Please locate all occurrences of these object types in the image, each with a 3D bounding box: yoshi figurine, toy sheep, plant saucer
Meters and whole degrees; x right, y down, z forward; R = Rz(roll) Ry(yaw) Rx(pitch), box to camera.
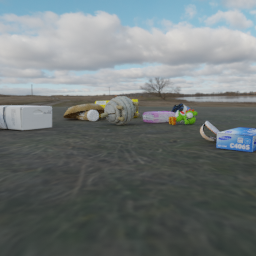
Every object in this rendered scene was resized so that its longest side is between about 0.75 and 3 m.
[{"bbox_3d":[2.500,-0.357,12.426,1.285,0.722,0.720,-15,-32,-10],"label":"yoshi figurine"},{"bbox_3d":[-0.334,-0.750,12.201,2.001,1.379,1.379,-12,12,-40],"label":"toy sheep"},{"bbox_3d":[-2.425,-0.963,15.620,2.414,0.427,2.414,-9,-5,-1],"label":"plant saucer"}]

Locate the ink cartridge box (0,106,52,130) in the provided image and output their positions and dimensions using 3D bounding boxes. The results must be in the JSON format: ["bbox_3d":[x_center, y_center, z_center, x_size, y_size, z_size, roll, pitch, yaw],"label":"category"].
[{"bbox_3d":[-4.155,-0.426,10.761,2.048,0.864,1.482,3,7,31],"label":"ink cartridge box"}]

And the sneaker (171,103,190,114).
[{"bbox_3d":[2.955,-0.787,15.722,0.912,0.896,2.367,25,1,-7],"label":"sneaker"}]

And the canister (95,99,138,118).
[{"bbox_3d":[-0.697,-1.217,17.658,2.614,1.131,1.942,-1,6,1],"label":"canister"}]

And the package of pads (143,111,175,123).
[{"bbox_3d":[1.519,-0.534,13.595,1.429,0.541,0.861,-4,10,-35],"label":"package of pads"}]

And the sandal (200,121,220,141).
[{"bbox_3d":[2.147,0.130,7.346,0.521,0.390,1.360,45,11,12],"label":"sandal"}]

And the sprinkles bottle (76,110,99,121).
[{"bbox_3d":[-2.192,-0.695,14.938,0.584,0.584,1.710,-4,7,-34],"label":"sprinkles bottle"}]

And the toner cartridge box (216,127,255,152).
[{"bbox_3d":[2.763,0.239,6.600,0.789,0.358,1.661,4,7,37],"label":"toner cartridge box"}]
